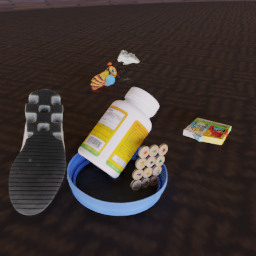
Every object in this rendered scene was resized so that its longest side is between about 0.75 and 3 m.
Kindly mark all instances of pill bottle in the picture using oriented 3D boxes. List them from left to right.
[{"bbox_3d":[-0.143,0.059,6.157,1.037,1.037,1.868,28,77,37],"label":"pill bottle"}]

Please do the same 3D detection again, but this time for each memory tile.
[{"bbox_3d":[0.438,0.807,5.774,0.772,1.007,0.085,-2,24,-37],"label":"memory tile"}]

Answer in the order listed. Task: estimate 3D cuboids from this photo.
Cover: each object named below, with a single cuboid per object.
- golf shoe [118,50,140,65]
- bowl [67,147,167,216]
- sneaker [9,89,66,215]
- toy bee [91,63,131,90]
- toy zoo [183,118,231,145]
[{"bbox_3d":[0.008,-3.004,12.265,1.141,0.555,0.447,11,41,-44],"label":"golf shoe"},{"bbox_3d":[-0.231,1.050,6.142,2.160,0.424,2.160,4,28,-2],"label":"bowl"},{"bbox_3d":[-1.963,0.633,6.440,1.086,1.298,2.932,8,55,-12],"label":"sneaker"},{"bbox_3d":[-0.791,-2.050,10.813,1.531,0.832,1.002,-23,8,-40],"label":"toy bee"},{"bbox_3d":[2.187,0.095,7.741,1.038,0.162,1.581,16,23,24],"label":"toy zoo"}]
